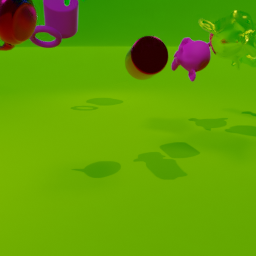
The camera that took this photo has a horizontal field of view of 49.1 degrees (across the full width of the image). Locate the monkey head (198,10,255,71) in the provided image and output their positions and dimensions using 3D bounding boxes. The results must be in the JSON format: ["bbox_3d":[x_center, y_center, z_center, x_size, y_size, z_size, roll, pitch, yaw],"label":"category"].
[{"bbox_3d":[2.559,-2.068,6.801,1.113,1.847,1.329,-28,37,39],"label":"monkey head"}]

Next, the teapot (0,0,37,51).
[{"bbox_3d":[-1.836,-1.674,4.303,0.627,1.281,0.796,23,21,10],"label":"teapot"}]

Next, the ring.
[{"bbox_3d":[-2.832,-3.109,9.594,1.111,0.222,1.111,-2,-18,-1],"label":"ring"}]

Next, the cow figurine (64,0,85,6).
[{"bbox_3d":[-0.845,-2.428,3.994,0.766,1.372,1.395,-21,38,-12],"label":"cow figurine"}]

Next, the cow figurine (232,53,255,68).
[{"bbox_3d":[3.831,-2.218,9.048,0.527,0.945,0.961,-30,65,-22],"label":"cow figurine"}]

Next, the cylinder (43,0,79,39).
[{"bbox_3d":[-2.453,-4.155,10.304,1.215,1.215,1.215,6,57,-9],"label":"cylinder"}]

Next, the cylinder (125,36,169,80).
[{"bbox_3d":[0.360,-1.402,5.708,0.749,0.749,0.749,-3,2,-10],"label":"cylinder"}]

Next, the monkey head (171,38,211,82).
[{"bbox_3d":[1.814,-1.970,8.099,0.974,1.163,1.617,29,61,2],"label":"monkey head"}]
